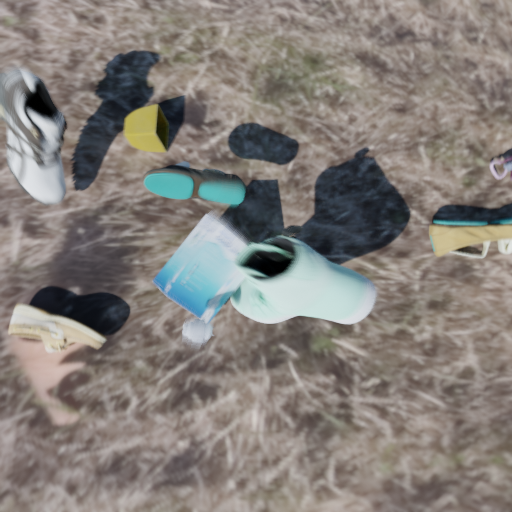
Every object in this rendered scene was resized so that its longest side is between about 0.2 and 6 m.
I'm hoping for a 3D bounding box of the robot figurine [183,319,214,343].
[{"bbox_3d":[-0.973,1.267,9.462,0.526,0.297,0.446,3,58,-4],"label":"robot figurine"}]

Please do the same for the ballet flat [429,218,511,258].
[{"bbox_3d":[4.736,-0.377,11.293,2.518,0.864,0.794,-3,96,1],"label":"ballet flat"}]

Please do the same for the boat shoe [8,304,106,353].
[{"bbox_3d":[-3.756,1.490,10.512,1.934,0.713,0.669,14,71,16],"label":"boat shoe"}]

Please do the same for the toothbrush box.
[{"bbox_3d":[-0.899,0.244,10.346,1.617,1.184,0.690,-52,39,-1],"label":"toothbrush box"}]

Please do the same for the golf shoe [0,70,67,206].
[{"bbox_3d":[-4.113,-2.150,10.579,1.230,2.603,1.012,10,33,39],"label":"golf shoe"}]

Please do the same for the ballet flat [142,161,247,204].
[{"bbox_3d":[-1.081,-1.310,9.946,1.843,0.627,0.630,10,44,-16],"label":"ballet flat"}]

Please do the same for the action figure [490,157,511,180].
[{"bbox_3d":[5.788,-2.154,12.076,1.014,0.912,1.361,-8,43,44],"label":"action figure"}]

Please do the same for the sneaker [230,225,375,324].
[{"bbox_3d":[0.189,0.291,9.501,1.944,3.295,1.213,32,68,-32],"label":"sneaker"}]

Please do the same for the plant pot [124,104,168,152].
[{"bbox_3d":[-2.415,-2.728,12.156,0.785,0.767,0.762,-3,68,8],"label":"plant pot"}]
